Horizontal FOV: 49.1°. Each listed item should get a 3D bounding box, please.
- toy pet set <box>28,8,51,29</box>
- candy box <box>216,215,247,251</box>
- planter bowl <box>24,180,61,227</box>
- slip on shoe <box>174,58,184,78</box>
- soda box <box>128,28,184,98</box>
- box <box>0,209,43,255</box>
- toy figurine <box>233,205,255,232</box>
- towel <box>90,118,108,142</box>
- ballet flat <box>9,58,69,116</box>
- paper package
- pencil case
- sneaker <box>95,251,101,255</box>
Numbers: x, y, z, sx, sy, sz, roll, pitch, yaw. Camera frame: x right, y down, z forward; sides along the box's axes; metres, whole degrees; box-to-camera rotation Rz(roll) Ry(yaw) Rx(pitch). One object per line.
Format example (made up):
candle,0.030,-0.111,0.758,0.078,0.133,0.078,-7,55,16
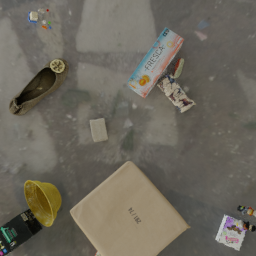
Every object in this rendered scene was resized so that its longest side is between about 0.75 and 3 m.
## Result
toy pet set,-3.544,-4.319,11.181,0.764,0.434,0.818,-5,86,-35
candy box,3.766,3.784,10.150,0.820,0.350,0.978,22,84,3
planter bowl,-2.883,2.515,9.928,0.733,1.760,1.760,-24,82,-44
slip on shoe,1.949,-2.330,10.951,0.249,0.301,0.813,18,90,38
soda box,1.029,-2.446,10.659,0.881,0.819,2.576,35,84,4
box,-3.986,3.702,9.780,1.481,1.100,0.921,-35,84,-4
toy figurine,4.081,3.102,9.597,0.578,0.817,0.830,15,82,45
towel,-1.106,0.082,10.668,0.576,0.150,0.869,-9,84,-11
ballet flat,-3.402,-1.587,10.629,2.893,0.671,0.975,-44,85,-5
paper package,0.024,3.036,9.385,2.737,1.486,2.872,-39,77,-9
pencil case,1.850,-1.303,10.629,0.699,0.608,1.563,-40,84,11
sneaker,-1.124,4.929,9.828,2.159,0.760,1.009,-19,65,-11
